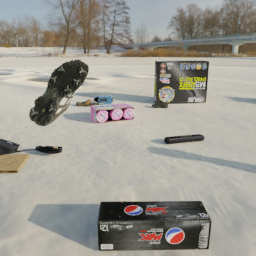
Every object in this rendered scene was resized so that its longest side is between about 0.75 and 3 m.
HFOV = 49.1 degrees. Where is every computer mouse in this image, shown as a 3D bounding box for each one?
[{"bbox_3d":[-3.128,0.529,8.197,2.467,0.420,0.723,0,5,1],"label":"computer mouse"}]

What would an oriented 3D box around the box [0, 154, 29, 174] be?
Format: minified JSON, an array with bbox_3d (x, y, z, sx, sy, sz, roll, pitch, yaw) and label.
[{"bbox_3d":[-3.224,0.948,7.495,0.876,0.114,1.071,-1,17,-3],"label":"box"}]

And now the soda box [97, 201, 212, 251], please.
[{"bbox_3d":[0.399,1.569,4.548,1.749,0.554,0.619,0,15,-1],"label":"soda box"}]

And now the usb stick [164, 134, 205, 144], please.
[{"bbox_3d":[1.869,0.365,9.309,1.366,0.223,0.379,-5,12,-15],"label":"usb stick"}]

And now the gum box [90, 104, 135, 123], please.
[{"bbox_3d":[-0.652,-0.662,12.148,1.763,0.583,1.000,-6,16,-20],"label":"gum box"}]

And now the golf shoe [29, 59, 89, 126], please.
[{"bbox_3d":[-1.905,-0.985,7.866,0.839,2.158,1.019,39,-8,0],"label":"golf shoe"}]

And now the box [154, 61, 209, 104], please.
[{"bbox_3d":[2.931,-2.539,15.518,2.909,2.330,0.644,-1,15,-6],"label":"box"}]

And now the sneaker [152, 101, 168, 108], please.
[{"bbox_3d":[1.657,-1.224,14.472,0.856,0.389,0.325,-1,18,1],"label":"sneaker"}]

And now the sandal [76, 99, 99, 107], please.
[{"bbox_3d":[-2.152,-1.361,14.966,1.258,0.343,0.514,4,17,-3],"label":"sandal"}]

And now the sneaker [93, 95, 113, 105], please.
[{"bbox_3d":[-1.346,-1.487,15.170,1.341,0.526,0.603,3,10,43],"label":"sneaker"}]
